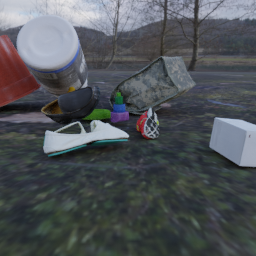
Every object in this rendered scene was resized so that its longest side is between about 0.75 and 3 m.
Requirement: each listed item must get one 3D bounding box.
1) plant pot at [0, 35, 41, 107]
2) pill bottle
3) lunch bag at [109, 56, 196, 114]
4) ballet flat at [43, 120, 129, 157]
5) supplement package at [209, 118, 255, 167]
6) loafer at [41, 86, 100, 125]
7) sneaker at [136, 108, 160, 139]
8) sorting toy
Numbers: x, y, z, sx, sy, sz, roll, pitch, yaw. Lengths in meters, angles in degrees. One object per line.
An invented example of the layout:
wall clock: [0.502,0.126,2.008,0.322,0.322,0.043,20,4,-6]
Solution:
plant pot: [-4.539,-2.010,9.906,2.130,2.071,2.130,-19,21,8]
pill bottle: [-2.216,-2.032,9.034,1.701,1.701,2.990,0,-14,0]
lunch bag: [0.767,-1.291,9.467,2.412,1.418,1.978,-26,-1,30]
ballet flat: [-0.770,0.124,5.350,1.683,0.584,0.584,-10,17,-25]
supplement package: [2.006,0.230,4.982,0.611,0.613,1.046,5,12,-12]
loafer: [-1.329,-0.520,6.439,0.638,0.643,1.766,16,-30,-42]
sneaker: [0.442,-0.030,6.721,0.535,0.485,1.259,-30,15,20]
sorting toy: [-1.075,-0.752,8.280,2.720,0.937,0.943,7,13,41]
